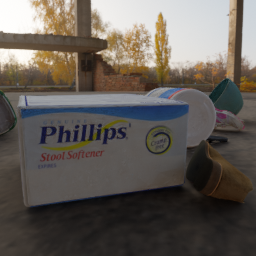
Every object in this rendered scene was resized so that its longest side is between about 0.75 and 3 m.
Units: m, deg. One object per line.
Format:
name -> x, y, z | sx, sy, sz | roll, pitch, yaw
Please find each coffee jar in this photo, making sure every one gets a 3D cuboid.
coffee jar -> -4.672, -0.633, 9.792 | 1.178, 1.439, 2.760 | -29, 20, -18

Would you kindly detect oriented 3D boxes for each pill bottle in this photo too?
pill bottle -> 1.241, -0.430, 8.438 | 1.555, 1.555, 2.771 | -3, 9, -15

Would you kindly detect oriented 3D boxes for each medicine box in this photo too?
medicine box -> -0.687, 0.125, 5.316 | 2.556, 1.445, 2.807 | -3, 11, -20

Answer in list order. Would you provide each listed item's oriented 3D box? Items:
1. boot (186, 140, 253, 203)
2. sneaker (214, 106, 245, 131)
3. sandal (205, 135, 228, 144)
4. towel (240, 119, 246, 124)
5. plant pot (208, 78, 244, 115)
boot -> 1.467, 0.731, 4.738 | 0.733, 0.715, 1.944 | 23, 12, 0
sneaker -> 3.283, -0.274, 10.190 | 1.818, 0.802, 0.739 | 28, 1, 26
sandal -> 2.477, 0.351, 7.972 | 0.969, 0.207, 0.368 | 6, 12, -30
towel -> 4.384, -0.288, 11.782 | 0.959, 0.165, 0.636 | 2, 10, 12
plant pot -> 4.601, -1.197, 13.154 | 1.292, 1.919, 1.919 | 34, 9, -3
